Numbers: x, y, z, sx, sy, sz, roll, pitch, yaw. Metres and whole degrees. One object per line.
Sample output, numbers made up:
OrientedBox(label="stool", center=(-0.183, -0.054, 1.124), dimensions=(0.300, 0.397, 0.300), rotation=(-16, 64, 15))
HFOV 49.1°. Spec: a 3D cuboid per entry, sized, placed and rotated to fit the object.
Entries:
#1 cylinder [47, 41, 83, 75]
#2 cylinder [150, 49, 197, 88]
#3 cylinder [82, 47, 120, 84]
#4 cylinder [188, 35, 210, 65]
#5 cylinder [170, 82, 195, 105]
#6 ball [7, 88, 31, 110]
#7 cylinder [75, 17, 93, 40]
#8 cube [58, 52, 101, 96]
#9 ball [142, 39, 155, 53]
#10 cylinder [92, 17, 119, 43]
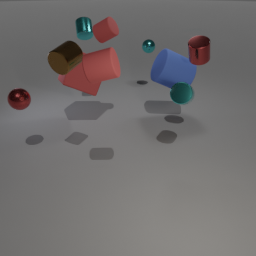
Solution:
OrientedBox(label="cylinder", center=(-1.683, -1.900, 7.580), dimensions=(0.700, 0.700, 0.700), rotation=(14, 44, 25))
OrientedBox(label="cylinder", center=(1.866, -2.372, 11.626), dimensions=(1.400, 1.400, 1.400), rotation=(19, 23, -19))
OrientedBox(label="cylinder", center=(-0.609, -1.449, 6.517), dimensions=(0.700, 0.700, 0.700), rotation=(-11, 26, 13))
OrientedBox(label="cylinder", center=(2.353, -2.556, 9.241), dimensions=(0.700, 0.700, 0.700), rotation=(-8, 50, 10))
OrientedBox(label="cylinder", center=(1.740, -1.097, 8.945), dimensions=(0.700, 0.700, 0.700), rotation=(10, 7, 17))
OrientedBox(label="ball", center=(-3.435, -0.913, 8.856), dimensions=(0.700, 0.700, 0.700), rotation=(0, 28, 0))
OrientedBox(label="cylinder", center=(-1.862, -4.225, 11.915), dimensions=(0.700, 0.700, 0.700), rotation=(-8, -13, -2))
OrientedBox(label="cube", center=(-1.840, -2.267, 11.244), dimensions=(1.400, 1.400, 1.400), rotation=(18, 10, -26))
OrientedBox(label="ball", center=(1.074, -4.254, 14.584), dimensions=(0.700, 0.700, 0.700), rotation=(0, 28, 0))
OrientedBox(label="cylinder", center=(-0.799, -3.526, 10.088), dimensions=(0.700, 0.700, 0.700), rotation=(-18, 18, 29))
